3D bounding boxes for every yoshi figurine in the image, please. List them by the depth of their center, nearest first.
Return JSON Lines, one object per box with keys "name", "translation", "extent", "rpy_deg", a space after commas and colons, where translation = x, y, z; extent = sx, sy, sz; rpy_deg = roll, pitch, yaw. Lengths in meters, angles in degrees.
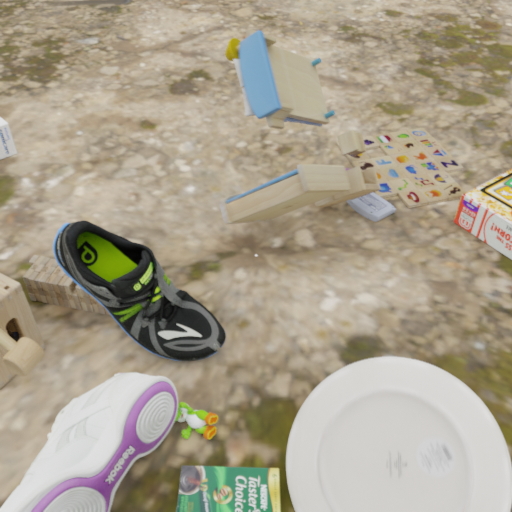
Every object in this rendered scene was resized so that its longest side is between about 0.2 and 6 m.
{"name": "yoshi figurine", "translation": [-0.935, 2.186, 7.530], "extent": [0.788, 0.441, 0.443], "rpy_deg": [14, 56, 29]}

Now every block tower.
{"name": "block tower", "translation": [-2.797, 0.522, 9.233], "extent": [2.069, 0.559, 0.598], "rpy_deg": [10, 43, 11]}

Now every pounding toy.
{"name": "pounding toy", "translation": [-3.656, 0.812, 7.805], "extent": [2.327, 2.045, 1.065], "rpy_deg": [22, 46, 22]}

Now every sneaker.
{"name": "sneaker", "translation": [-2.193, 2.543, 6.957], "extent": [1.365, 1.026, 2.741], "rpy_deg": [6, 40, 42]}
{"name": "sneaker", "translation": [-1.672, 0.551, 8.057], "extent": [2.905, 1.204, 1.030], "rpy_deg": [41, 69, -11]}

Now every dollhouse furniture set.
{"name": "dollhouse furniture set", "translation": [0.483, -2.301, 10.320], "extent": [1.912, 2.930, 2.766], "rpy_deg": [-17, -6, 39]}

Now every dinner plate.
{"name": "dinner plate", "translation": [1.579, 2.428, 6.448], "extent": [2.567, 0.311, 2.567], "rpy_deg": [-5, 70, 13]}

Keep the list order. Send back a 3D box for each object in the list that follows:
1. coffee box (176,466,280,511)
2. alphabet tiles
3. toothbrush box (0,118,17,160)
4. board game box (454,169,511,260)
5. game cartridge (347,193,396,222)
{"name": "coffee box", "translation": [-0.322, 2.941, 6.763], "extent": [1.241, 0.273, 0.763], "rpy_deg": [4, 41, -2]}
{"name": "alphabet tiles", "translation": [3.316, -1.978, 12.307], "extent": [2.268, 0.102, 2.713], "rpy_deg": [-11, 44, -12]}
{"name": "toothbrush box", "translation": [-6.559, -2.532, 12.364], "extent": [1.905, 0.813, 1.395], "rpy_deg": [-34, 52, -31]}
{"name": "board game box", "translation": [5.779, -0.876, 10.619], "extent": [3.154, 0.730, 2.389], "rpy_deg": [-25, 48, -25]}
{"name": "game cartridge", "translation": [2.262, -1.024, 11.215], "extent": [0.602, 0.185, 0.904], "rpy_deg": [-23, 47, -28]}
